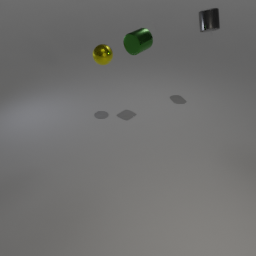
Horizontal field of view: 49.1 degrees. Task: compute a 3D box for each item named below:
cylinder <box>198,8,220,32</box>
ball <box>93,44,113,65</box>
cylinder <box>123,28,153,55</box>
[{"bbox_3d":[2.921,-3.864,10.072,0.700,0.700,0.700,-8,12,2],"label":"cylinder"},{"bbox_3d":[-0.857,-2.496,9.547,0.700,0.700,0.700,0,31,0],"label":"ball"},{"bbox_3d":[0.331,-2.801,9.066,0.700,0.700,0.700,24,44,34],"label":"cylinder"}]
